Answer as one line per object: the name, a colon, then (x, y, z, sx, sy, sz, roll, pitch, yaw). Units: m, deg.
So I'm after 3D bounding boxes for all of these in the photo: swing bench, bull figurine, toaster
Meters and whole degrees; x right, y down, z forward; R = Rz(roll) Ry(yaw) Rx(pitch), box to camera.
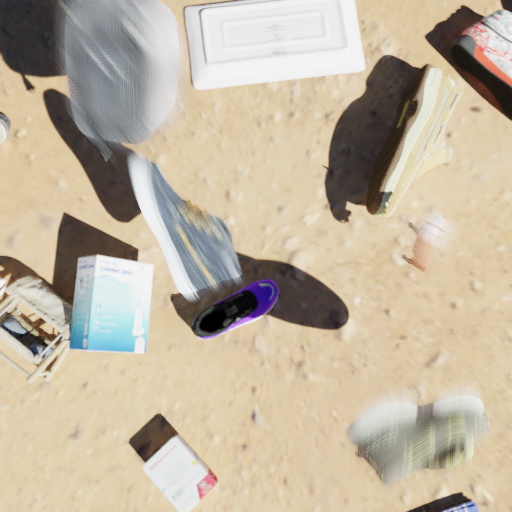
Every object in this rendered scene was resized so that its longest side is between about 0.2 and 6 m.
swing bench: (-4.007, 1.300, 10.132, 1.421, 0.927, 1.429, 35, 82, 6)
bull figurine: (2.789, -0.252, 9.374, 0.324, 0.603, 0.994, 6, 103, -24)
toaster: (-1.834, -2.623, 8.031, 1.276, 1.450, 2.245, 10, 124, 8)

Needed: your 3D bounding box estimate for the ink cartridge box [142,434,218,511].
ink cartridge box: (-1.337, 3.853, 9.923, 0.804, 0.457, 1.104, -42, 83, -7)

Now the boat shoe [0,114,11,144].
boat shoe: (-5.852, -2.471, 11.049, 2.068, 0.751, 0.649, -3, 37, 5)

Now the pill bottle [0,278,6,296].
pill bottle: (-5.371, 0.305, 10.377, 1.399, 0.775, 0.775, 31, 82, 4)

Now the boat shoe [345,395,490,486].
boat shoe: (2.345, 2.451, 7.478, 0.993, 2.779, 0.831, -53, 48, 30)

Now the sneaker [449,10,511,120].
sneaker: (5.187, -3.704, 11.015, 1.368, 0.853, 2.553, -41, 80, -4)

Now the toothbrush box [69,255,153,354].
toothbrush box: (-2.567, 0.887, 9.997, 0.701, 1.203, 1.643, -5, 79, 44)

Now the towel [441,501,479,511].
towel: (3.248, 5.166, 9.867, 1.732, 0.207, 1.254, -17, 83, -1)

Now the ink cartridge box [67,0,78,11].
ink cartridge box: (-3.247, -4.938, 11.431, 1.087, 0.456, 0.955, 1, 79, 1)

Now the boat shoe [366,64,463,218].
boat shoe: (3.158, -2.069, 10.663, 1.232, 1.159, 3.234, 25, 81, -8)

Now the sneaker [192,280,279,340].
sneaker: (-0.366, 0.999, 10.190, 1.797, 0.894, 0.625, -30, 81, -4)

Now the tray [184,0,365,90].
tray: (0.367, -4.507, 11.397, 3.548, 0.393, 1.905, -7, 81, -1)

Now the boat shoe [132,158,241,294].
boat shoe: (-1.000, -0.526, 8.398, 1.017, 0.793, 2.241, -16, 116, 8)
